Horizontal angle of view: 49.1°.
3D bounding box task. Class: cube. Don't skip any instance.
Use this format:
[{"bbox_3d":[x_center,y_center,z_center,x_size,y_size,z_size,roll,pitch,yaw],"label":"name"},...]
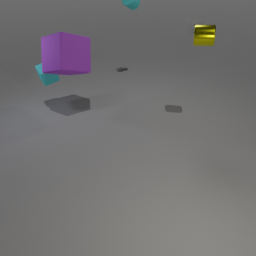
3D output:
[{"bbox_3d":[-3.488,-2.376,12.152,0.700,0.700,0.700,-28,53,-17],"label":"cube"},{"bbox_3d":[-2.442,-2.870,11.067,1.400,1.400,1.400,5,8,43],"label":"cube"}]

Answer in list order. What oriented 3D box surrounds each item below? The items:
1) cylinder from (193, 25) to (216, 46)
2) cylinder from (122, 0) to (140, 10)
[{"bbox_3d":[2.654,-3.212,9.721,0.700,0.700,0.700,5,30,13],"label":"cylinder"},{"bbox_3d":[0.148,-6.509,14.328,0.700,0.700,0.700,19,11,30],"label":"cylinder"}]
